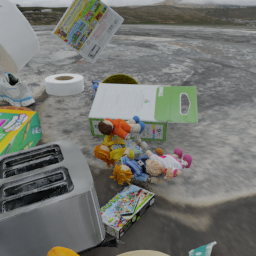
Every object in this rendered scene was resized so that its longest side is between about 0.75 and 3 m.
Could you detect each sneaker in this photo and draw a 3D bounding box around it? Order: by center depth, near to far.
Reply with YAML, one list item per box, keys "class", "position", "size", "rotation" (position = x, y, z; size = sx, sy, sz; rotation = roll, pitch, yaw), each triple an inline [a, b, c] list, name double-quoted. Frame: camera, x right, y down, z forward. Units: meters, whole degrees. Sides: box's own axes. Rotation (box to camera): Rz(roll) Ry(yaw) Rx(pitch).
- class: "sneaker"
  position: [-4.752, -1.656, 11.081]
  size: [2.682, 1.162, 1.005]
  rotation: [13, 29, 29]

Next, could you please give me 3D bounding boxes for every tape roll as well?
- class: "tape roll"
  position: [-4.038, -2.964, 8.048]
  size: [2.965, 2.965, 1.037]
  rotation: [22, 67, 39]
- class: "tape roll"
  position: [-2.784, -1.920, 12.307]
  size: [1.670, 0.584, 1.670]
  rotation: [1, 25, 0]

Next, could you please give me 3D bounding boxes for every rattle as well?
- class: "rattle"
  position: [0.477, 1.587, 3.435]
  size: [2.540, 1.815, 1.654]
  rotation: [-16, 7, -17]

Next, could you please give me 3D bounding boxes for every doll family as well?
- class: "doll family"
  position: [0.133, 0.685, 6.379]
  size: [1.535, 1.115, 2.474]
  rotation: [-8, 35, -45]

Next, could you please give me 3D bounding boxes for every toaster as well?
- class: "toaster"
  position: [-1.367, 1.216, 4.571]
  size: [2.029, 1.204, 1.834]
  rotation: [-15, 29, -16]

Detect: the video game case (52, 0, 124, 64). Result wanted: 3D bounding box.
- class: "video game case"
  position: [-1.500, -3.820, 10.564]
  size: [1.898, 2.086, 0.239]
  rotation: [33, 10, -22]

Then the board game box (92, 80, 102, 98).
- class: "board game box"
  position: [-0.725, -1.427, 11.285]
  size: [1.754, 0.541, 1.752]
  rotation: [1, 26, 2]

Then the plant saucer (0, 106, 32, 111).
- class: "plant saucer"
  position: [-3.872, -0.138, 8.644]
  size: [1.997, 0.374, 1.997]
  rotation: [1, 27, -1]

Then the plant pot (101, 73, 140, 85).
- class: "plant pot"
  position: [-0.282, -1.038, 9.603]
  size: [1.542, 1.542, 1.095]
  rotation: [-1, 6, -2]

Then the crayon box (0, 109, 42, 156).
- class: "crayon box"
  position: [-3.284, 0.537, 6.324]
  size: [1.634, 0.801, 2.750]
  rotation: [4, 32, 7]

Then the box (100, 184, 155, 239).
- class: "box"
  position: [-0.069, 1.521, 5.306]
  size: [0.656, 0.207, 1.192]
  rotation: [16, 30, 32]

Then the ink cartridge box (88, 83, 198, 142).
- class: "ink cartridge box"
  position: [0.475, -0.474, 8.255]
  size: [2.981, 0.884, 1.547]
  rotation: [3, 47, 8]
